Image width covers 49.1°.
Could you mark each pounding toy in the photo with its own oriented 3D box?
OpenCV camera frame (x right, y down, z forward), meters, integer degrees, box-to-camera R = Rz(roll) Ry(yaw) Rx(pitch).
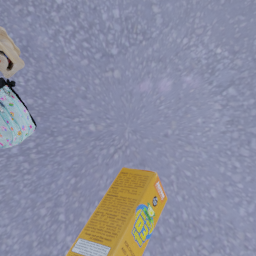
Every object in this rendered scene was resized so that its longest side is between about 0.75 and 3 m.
[{"bbox_3d":[-2.757,-1.457,5.737,0.887,1.551,0.890,-24,70,-3],"label":"pounding toy"}]

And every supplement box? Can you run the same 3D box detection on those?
[{"bbox_3d":[-0.214,2.030,5.296,0.954,0.923,2.774,-2,38,33],"label":"supplement box"}]

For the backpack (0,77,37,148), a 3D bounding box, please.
[{"bbox_3d":[-2.590,-0.256,5.845,1.311,1.094,0.830,57,43,-12],"label":"backpack"}]
